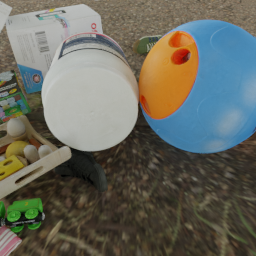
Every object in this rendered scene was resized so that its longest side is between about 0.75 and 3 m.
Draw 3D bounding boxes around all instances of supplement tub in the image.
[{"bbox_3d":[-0.889,-1.015,6.736,2.097,2.097,2.988,-4,30,-6],"label":"supplement tub"}]

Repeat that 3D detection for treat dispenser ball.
[{"bbox_3d":[1.658,-0.882,6.265,2.882,2.882,2.882,0,37,0],"label":"treat dispenser ball"}]

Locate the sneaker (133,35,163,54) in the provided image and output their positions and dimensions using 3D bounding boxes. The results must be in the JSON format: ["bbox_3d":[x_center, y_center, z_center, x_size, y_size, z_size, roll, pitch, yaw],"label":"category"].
[{"bbox_3d":[1.097,-3.356,11.270,1.817,0.609,0.816,-28,40,-36],"label":"sneaker"}]

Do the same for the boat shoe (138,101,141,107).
[{"bbox_3d":[1.050,-0.819,8.099,1.748,0.631,0.629,-13,69,-33],"label":"boat shoe"}]

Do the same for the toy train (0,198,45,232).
[{"bbox_3d":[-2.442,1.569,4.867,1.938,0.404,0.546,-5,32,-10],"label":"toy train"}]

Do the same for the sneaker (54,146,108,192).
[{"bbox_3d":[-1.112,0.853,5.889,0.897,0.516,1.720,-15,34,-21],"label":"sneaker"}]

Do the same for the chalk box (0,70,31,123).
[{"bbox_3d":[-3.189,-0.765,7.541,0.825,0.819,1.322,-23,56,-13],"label":"chalk box"}]

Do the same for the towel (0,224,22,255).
[{"bbox_3d":[-2.637,1.894,4.749,1.401,0.210,1.025,24,43,28],"label":"towel"}]

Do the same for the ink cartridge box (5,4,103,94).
[{"bbox_3d":[-2.278,-2.642,9.053,2.667,1.956,1.947,-17,37,-16],"label":"ink cartridge box"}]

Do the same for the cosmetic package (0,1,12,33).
[{"bbox_3d":[-3.967,-3.382,8.247,0.475,0.775,1.877,21,11,-40],"label":"cosmetic package"}]

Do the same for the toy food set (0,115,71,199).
[{"bbox_3d":[-2.458,0.465,5.771,1.704,0.717,2.375,-31,33,-27],"label":"toy food set"}]
